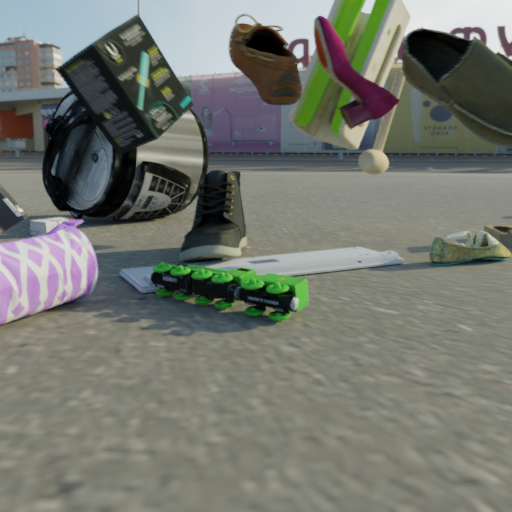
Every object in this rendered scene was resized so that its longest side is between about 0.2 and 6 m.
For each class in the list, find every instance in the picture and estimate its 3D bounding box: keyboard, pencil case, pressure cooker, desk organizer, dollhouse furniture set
[{"bbox_3d":[0.194,0.151,8.350,4.214,0.225,1.186,-5,7,-26],"label":"keyboard"},{"bbox_3d":[-2.672,0.222,5.706,0.952,0.970,2.268,-5,6,27],"label":"pencil case"},{"bbox_3d":[-3.479,-2.505,14.022,3.296,3.245,3.690,1,5,41],"label":"pressure cooker"},{"bbox_3d":[-4.811,-0.614,9.769,0.879,0.819,2.284,-38,15,-2],"label":"desk organizer"},{"bbox_3d":[5.365,-0.899,10.785,1.596,1.301,1.518,1,11,8],"label":"dollhouse furniture set"}]

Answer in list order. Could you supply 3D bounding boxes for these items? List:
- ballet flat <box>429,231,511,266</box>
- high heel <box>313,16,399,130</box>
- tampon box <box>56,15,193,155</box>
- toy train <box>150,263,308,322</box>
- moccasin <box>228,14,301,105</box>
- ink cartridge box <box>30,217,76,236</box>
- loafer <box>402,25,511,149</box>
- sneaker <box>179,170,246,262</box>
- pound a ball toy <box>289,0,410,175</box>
[{"bbox_3d":[3.454,-0.149,8.934,1.566,0.554,0.554,-4,11,-21],"label":"ballet flat"},{"bbox_3d":[1.616,-3.085,9.085,0.960,1.997,0.673,-28,39,3],"label":"high heel"},{"bbox_3d":[-1.641,-2.155,7.151,0.824,1.305,0.978,-11,32,39],"label":"tampon box"},{"bbox_3d":[-0.345,0.333,6.395,2.089,0.436,0.589,8,21,36],"label":"toy train"},{"bbox_3d":[0.103,-3.583,9.733,0.987,1.042,2.698,-1,37,-11],"label":"moccasin"},{"bbox_3d":[-4.337,-0.620,11.965,0.563,0.318,0.767,8,13,33],"label":"ink cartridge box"},{"bbox_3d":[3.440,-2.736,8.911,3.105,1.168,1.082,41,11,34],"label":"loafer"},{"bbox_3d":[-0.740,-0.701,9.186,0.983,1.396,2.627,-4,8,4],"label":"sneaker"},{"bbox_3d":[2.231,-3.399,11.387,2.205,3.381,1.436,23,4,29],"label":"pound a ball toy"}]
